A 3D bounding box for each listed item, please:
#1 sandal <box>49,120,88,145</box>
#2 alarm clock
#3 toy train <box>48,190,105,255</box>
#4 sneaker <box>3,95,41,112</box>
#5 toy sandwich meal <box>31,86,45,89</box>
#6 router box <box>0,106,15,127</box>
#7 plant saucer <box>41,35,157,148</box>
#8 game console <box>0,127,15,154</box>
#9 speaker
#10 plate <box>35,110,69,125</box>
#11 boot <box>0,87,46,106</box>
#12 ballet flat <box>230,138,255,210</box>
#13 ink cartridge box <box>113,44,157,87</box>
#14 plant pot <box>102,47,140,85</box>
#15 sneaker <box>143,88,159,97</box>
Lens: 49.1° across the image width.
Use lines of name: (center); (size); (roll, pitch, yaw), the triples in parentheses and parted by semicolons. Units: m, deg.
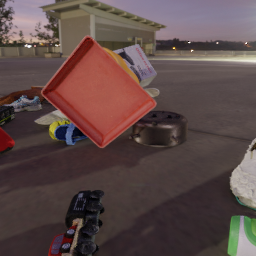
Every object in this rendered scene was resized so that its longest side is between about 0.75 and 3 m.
sandal: (-1.342, 0.069, 8.542); (1.933, 0.768, 0.841); (-19, 31, -29)
alarm clock: (1.056, -0.114, 8.947); (1.714, 0.846, 2.541); (5, 15, 15)
toy train: (-0.729, 1.629, 3.710); (0.644, 0.480, 2.814); (2, 17, 0)
sneaker: (-4.635, -1.095, 12.233); (1.579, 0.682, 0.613); (-6, 18, -20)
toy sandwich meal: (-4.233, -2.033, 15.081); (2.060, 0.705, 2.060); (-3, 18, 1)
router box: (-5.114, -0.390, 10.182); (1.296, 0.537, 1.729); (1, 16, 3)
plant saucer: (-0.774, -0.854, 7.281); (2.311, 2.307, 0.424); (-39, 13, 34)
game console: (-4.882, 0.631, 7.383); (2.298, 1.583, 2.667); (39, 30, 14)
speaker: (2.090, 1.583, 3.696); (1.415, 0.626, 0.626); (7, 18, 21)
plate: (-1.547, -0.819, 9.964); (2.856, 0.462, 2.850); (-30, 10, -37)
boot: (-5.208, -1.369, 13.006); (2.131, 0.775, 2.264); (9, 20, 25)
ballet flat: (2.775, 0.744, 6.022); (0.934, 0.934, 2.603); (9, 20, 27)
ink cartridge box: (-0.234, -2.992, 14.783); (2.853, 2.070, 1.194); (-25, -9, -31)
plant pot: (-0.774, -1.855, 12.070); (2.665, 2.665, 2.440); (10, 4, 30)
sneaker: (1.055, -2.012, 15.514); (1.341, 0.503, 0.567); (1, 21, 3)
